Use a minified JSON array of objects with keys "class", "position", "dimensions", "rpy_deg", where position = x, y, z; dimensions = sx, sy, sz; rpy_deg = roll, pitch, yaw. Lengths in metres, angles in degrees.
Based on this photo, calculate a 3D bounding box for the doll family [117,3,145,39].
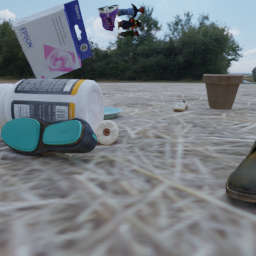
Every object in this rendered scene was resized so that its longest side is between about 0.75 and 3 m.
[{"class":"doll family","position":[0.090,-3.534,9.341],"dimensions":[0.892,0.606,1.544],"rpy_deg":[-2,-5,-1]}]

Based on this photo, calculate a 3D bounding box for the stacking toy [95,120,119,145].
[{"class":"stacking toy","position":[-0.418,0.156,7.087],"dimensions":[0.605,0.605,0.828],"rpy_deg":[3,-7,17]}]

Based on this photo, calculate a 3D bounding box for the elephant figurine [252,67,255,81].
[{"class":"elephant figurine","position":[3.525,-0.547,6.158],"dimensions":[1.491,1.922,1.360],"rpy_deg":[5,-2,17]}]

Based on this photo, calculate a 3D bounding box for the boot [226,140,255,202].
[{"class":"boot","position":[2.116,0.320,4.331],"dimensions":[0.853,1.107,2.284],"rpy_deg":[9,14,38]}]

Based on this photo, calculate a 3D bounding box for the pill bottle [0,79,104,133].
[{"class":"pill bottle","position":[-2.081,-0.480,7.192],"dimensions":[2.671,1.554,1.554],"rpy_deg":[4,12,14]}]

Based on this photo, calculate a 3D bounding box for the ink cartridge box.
[{"class":"ink cartridge box","position":[-2.641,-3.168,10.499],"dimensions":[2.527,2.481,0.547],"rpy_deg":[-26,51,-12]}]

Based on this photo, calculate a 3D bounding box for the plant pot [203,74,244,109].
[{"class":"plant pot","position":[4.551,-1.773,13.566],"dimensions":[1.878,1.638,1.878],"rpy_deg":[0,11,0]}]

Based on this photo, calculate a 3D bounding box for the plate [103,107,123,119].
[{"class":"plate","position":[-1.311,-0.577,11.048],"dimensions":[2.233,0.285,2.233],"rpy_deg":[-1,12,0]}]

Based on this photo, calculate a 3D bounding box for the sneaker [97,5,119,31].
[{"class":"sneaker","position":[-0.562,-3.422,8.805],"dimensions":[0.664,0.687,1.646],"rpy_deg":[-13,11,-1]}]

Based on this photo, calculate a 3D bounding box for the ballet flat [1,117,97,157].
[{"class":"ballet flat","position":[-1.659,0.220,5.990],"dimensions":[2.420,0.884,0.884],"rpy_deg":[-1,9,30]}]

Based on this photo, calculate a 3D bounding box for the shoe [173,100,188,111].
[{"class":"shoe","position":[2.472,-1.047,13.084],"dimensions":[0.529,0.404,1.514],"rpy_deg":[5,12,23]}]
